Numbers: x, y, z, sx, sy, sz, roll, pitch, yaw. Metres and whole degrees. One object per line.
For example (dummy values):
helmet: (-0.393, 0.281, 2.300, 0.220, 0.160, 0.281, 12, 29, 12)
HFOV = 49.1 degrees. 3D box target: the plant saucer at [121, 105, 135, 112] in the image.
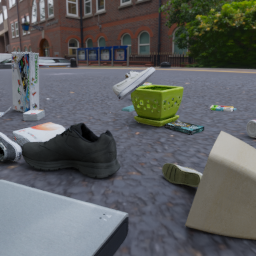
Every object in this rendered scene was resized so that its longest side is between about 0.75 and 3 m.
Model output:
plant saucer: (0.289, -1.097, 14.976, 0.546, 0.148, 1.563, 10, 19, 31)

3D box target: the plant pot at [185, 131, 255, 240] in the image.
plant pot: (2.008, 1.090, 5.058, 1.307, 1.476, 1.474, 19, 22, 20)

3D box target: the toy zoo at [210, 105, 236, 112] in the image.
toy zoo: (5.022, -1.030, 14.738, 1.269, 0.130, 0.833, 7, 17, 24)

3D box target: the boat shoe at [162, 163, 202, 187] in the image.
boat shoe: (1.327, 1.138, 6.630, 0.409, 0.447, 1.195, 14, 2, -39)

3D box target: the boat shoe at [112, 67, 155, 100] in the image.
boat shoe: (0.159, -1.445, 8.284, 1.537, 0.536, 0.545, -40, -5, -21)

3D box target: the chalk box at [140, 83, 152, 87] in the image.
chalk box: (0.962, -2.200, 17.273, 1.015, 1.021, 1.640, 1, 17, 5)

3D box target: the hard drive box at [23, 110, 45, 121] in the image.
hard drive box: (-4.279, -0.584, 12.791, 0.666, 0.328, 0.855, 1, 16, 5)

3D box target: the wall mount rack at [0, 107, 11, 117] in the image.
wall mount rack: (-6.068, -0.792, 13.492, 0.818, 0.351, 0.941, -4, 17, -14)

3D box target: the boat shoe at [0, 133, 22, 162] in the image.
boat shoe: (-3.823, 0.565, 8.122, 1.801, 0.665, 0.615, 24, 13, 36)

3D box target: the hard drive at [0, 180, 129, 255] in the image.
hard drive: (-1.745, 1.686, 4.445, 2.943, 0.484, 2.053, 7, 17, 24)

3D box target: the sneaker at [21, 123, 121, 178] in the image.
sneaker: (-1.534, 0.463, 7.372, 2.804, 1.272, 1.065, 3, 18, 15)

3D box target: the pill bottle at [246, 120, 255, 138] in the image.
pill bottle: (4.982, -0.013, 10.185, 1.165, 0.654, 0.654, -5, 17, -19)

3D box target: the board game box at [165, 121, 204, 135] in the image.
board game box: (2.224, -0.031, 11.099, 0.878, 0.183, 1.299, -13, 21, -39)

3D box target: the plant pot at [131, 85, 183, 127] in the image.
plant pot: (1.222, -0.972, 11.940, 1.696, 1.539, 1.688, 13, 21, 39)

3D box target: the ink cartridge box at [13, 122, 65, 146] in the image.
ink cartridge box: (-2.673, 0.299, 9.425, 1.920, 0.481, 1.558, 9, 18, 37)

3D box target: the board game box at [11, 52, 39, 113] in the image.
board game box: (-5.097, -2.238, 13.871, 1.847, 2.926, 0.506, 14, 16, 40)
